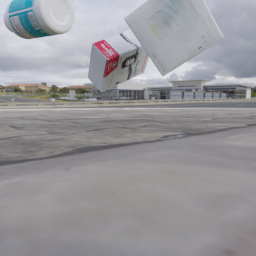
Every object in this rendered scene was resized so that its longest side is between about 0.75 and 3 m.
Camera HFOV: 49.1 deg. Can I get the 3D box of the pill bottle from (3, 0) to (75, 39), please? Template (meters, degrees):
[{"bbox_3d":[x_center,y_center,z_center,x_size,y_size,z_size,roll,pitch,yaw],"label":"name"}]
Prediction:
[{"bbox_3d":[-2.328,-2.818,7.048,1.901,1.053,1.053,8,9,36],"label":"pill bottle"}]

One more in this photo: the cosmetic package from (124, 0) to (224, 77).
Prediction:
[{"bbox_3d":[1.406,-3.250,8.865,2.215,2.208,1.361,-30,22,21],"label":"cosmetic package"}]

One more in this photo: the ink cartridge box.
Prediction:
[{"bbox_3d":[-0.266,-2.635,10.741,2.342,0.977,1.701,-30,-24,-31],"label":"ink cartridge box"}]
